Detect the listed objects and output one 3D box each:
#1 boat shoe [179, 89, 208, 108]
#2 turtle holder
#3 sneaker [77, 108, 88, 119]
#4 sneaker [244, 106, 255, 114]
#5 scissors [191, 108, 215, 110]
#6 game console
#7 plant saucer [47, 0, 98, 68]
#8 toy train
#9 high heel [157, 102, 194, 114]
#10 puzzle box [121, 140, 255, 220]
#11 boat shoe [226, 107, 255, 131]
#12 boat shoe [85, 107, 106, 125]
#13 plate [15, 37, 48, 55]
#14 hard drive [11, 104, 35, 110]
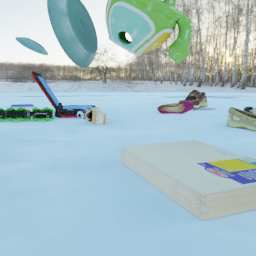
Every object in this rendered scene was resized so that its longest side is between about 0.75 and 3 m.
[{"bbox_3d":[3.539,-1.586,15.158,0.998,0.996,2.767,8,12,41],"label":"boat shoe"},{"bbox_3d":[0.586,-3.223,8.549,2.743,1.948,2.084,21,23,-24],"label":"turtle holder"},{"bbox_3d":[-1.493,-0.444,10.376,0.793,0.320,0.581,18,34,8],"label":"sneaker"},{"bbox_3d":[5.062,-0.719,11.767,1.119,0.372,0.506,-3,6,-41],"label":"sneaker"},{"bbox_3d":[3.129,-0.900,13.683,2.364,0.165,0.865,4,7,15],"label":"scissors"},{"bbox_3d":[-2.571,-1.469,11.937,2.569,1.769,2.981,-2,10,-11],"label":"game console"},{"bbox_3d":[-1.589,-3.211,8.913,0.457,2.542,2.542,-13,4,20],"label":"plant saucer"},{"bbox_3d":[-3.785,-0.472,9.792,2.467,0.515,0.696,0,-1,-2],"label":"toy train"},{"bbox_3d":[2.028,-0.851,12.026,1.512,0.510,0.727,-12,-8,27],"label":"high heel"},{"bbox_3d":[0.940,0.544,3.823,1.457,0.278,2.189,-3,9,-21],"label":"puzzle box"},{"bbox_3d":[3.625,-0.247,7.912,0.677,0.584,1.856,-5,10,-30],"label":"boat shoe"},{"bbox_3d":[-1.161,-0.427,9.247,0.502,0.534,1.450,2,8,-23],"label":"boat shoe"},{"bbox_3d":[-3.097,-2.699,9.111,1.116,0.143,1.116,22,-6,3],"label":"plate"},{"bbox_3d":[-5.407,-1.063,14.357,1.110,0.213,1.682,-4,10,-21],"label":"hard drive"}]
